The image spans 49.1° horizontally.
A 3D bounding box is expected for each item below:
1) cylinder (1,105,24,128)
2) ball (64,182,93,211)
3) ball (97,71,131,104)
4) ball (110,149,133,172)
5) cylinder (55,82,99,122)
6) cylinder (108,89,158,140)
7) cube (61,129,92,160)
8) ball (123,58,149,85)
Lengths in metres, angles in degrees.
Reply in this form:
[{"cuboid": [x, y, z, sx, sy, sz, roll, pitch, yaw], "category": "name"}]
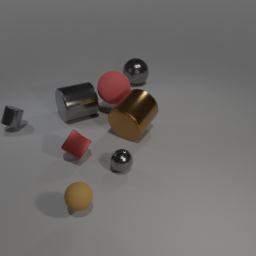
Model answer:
[{"cuboid": [-4.458, -0.443, 10.797, 0.700, 0.700, 0.700, 18, 5, -2], "category": "cylinder"}, {"cuboid": [-1.216, 1.677, 6.899, 0.700, 0.700, 0.700, 0, 30, 0], "category": "ball"}, {"cuboid": [-0.594, -1.694, 11.739, 1.400, 1.400, 1.400, 0, 30, 0], "category": "ball"}, {"cuboid": [-0.193, 0.994, 8.617, 0.700, 0.700, 0.700, 0, 30, 0], "category": "ball"}, {"cuboid": [-2.122, -1.092, 11.613, 1.400, 1.400, 1.400, -16, 34, -26], "category": "cylinder"}, {"cuboid": [0.202, -0.498, 10.333, 1.400, 1.400, 1.400, 18, 49, 27], "category": "cylinder"}, {"cuboid": [-1.672, 0.556, 9.050, 0.700, 0.700, 0.700, 33, 77, -6], "category": "cube"}, {"cuboid": [0.409, -2.985, 14.864, 1.400, 1.400, 1.400, 0, 30, 0], "category": "ball"}]
